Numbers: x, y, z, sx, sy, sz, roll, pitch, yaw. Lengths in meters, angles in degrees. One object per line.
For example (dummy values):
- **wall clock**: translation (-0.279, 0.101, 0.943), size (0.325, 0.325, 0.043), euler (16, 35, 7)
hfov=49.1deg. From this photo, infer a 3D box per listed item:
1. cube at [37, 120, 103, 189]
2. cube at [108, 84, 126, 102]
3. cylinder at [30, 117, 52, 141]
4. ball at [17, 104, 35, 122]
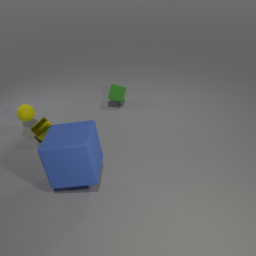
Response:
- **cube**: translation (-1.606, 0.756, 8.256), size (1.400, 1.400, 1.400), euler (-7, 29, 6)
- **cube**: translation (-0.517, -1.631, 13.137), size (0.700, 0.700, 0.700), euler (15, 4, -4)
- **cylinder**: translation (-3.228, 0.043, 10.709), size (0.700, 0.700, 0.700), euler (-45, 45, -9)
- **ball**: translation (-4.166, -0.613, 11.414), size (0.700, 0.700, 0.700), euler (0, 31, 0)
